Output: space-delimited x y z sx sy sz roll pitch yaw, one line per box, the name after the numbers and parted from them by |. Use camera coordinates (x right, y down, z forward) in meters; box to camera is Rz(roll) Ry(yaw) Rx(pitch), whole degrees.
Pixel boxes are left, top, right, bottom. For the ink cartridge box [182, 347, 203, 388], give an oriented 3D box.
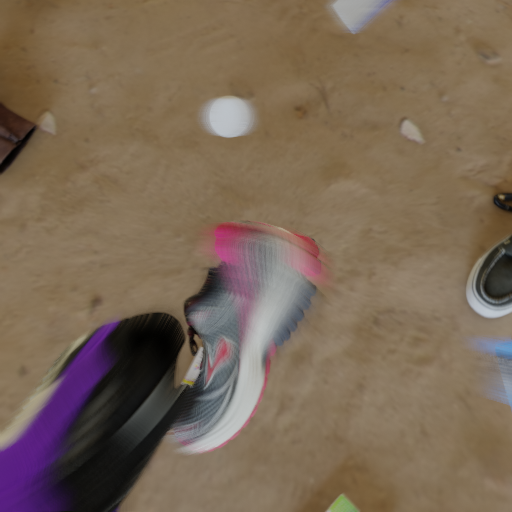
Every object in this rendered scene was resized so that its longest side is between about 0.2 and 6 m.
-0.704 1.946 8.236 0.703 0.408 0.971 21 64 11 | ink cartridge box

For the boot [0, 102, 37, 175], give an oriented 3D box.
-5.188 -2.864 10.696 2.189 0.952 2.632 23 61 -3 | boot

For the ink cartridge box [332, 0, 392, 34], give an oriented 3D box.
1.699 -3.692 7.951 1.121 0.228 1.123 -37 38 21 | ink cartridge box

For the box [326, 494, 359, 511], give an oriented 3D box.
1.039 3.922 7.306 1.248 0.227 0.901 -41 69 -18 | box

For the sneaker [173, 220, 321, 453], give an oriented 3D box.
-0.351 0.866 6.006 1.038 2.781 1.121 17 21 -16 | sneaker

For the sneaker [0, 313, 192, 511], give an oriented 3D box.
-1.486 1.703 5.256 1.692 1.183 3.403 -28 28 25 | sneaker

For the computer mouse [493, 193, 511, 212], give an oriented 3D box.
5.180 -1.106 9.898 1.969 0.335 0.577 -9 63 -4 | computer mouse

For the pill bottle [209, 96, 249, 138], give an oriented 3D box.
-0.373 -1.938 7.828 0.557 0.978 0.557 0 102 -1 | pill bottle

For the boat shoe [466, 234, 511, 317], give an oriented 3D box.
4.465 -0.118 9.114 2.762 0.782 0.948 -40 69 -19 | boat shoe

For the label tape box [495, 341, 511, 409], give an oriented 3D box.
2.613 0.996 5.221 0.641 0.888 0.281 -15 30 20 | label tape box
